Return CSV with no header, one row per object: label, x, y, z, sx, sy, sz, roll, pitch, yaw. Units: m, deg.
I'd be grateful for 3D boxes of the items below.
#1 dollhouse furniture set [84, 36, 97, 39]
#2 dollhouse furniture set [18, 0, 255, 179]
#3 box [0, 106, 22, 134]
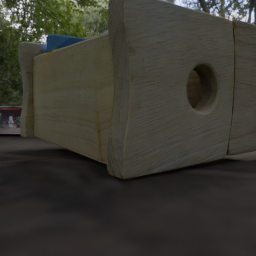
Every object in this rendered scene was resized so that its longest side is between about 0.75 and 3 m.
dollhouse furniture set,0.070,-1.233,7.569,2.868,2.707,1.871,-1,12,19
dollhouse furniture set,0.213,-1.236,2.615,1.927,2.750,1.938,-4,8,-36
box,-1.735,-0.178,5.578,2.600,0.519,1.780,0,3,5
